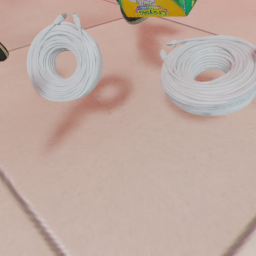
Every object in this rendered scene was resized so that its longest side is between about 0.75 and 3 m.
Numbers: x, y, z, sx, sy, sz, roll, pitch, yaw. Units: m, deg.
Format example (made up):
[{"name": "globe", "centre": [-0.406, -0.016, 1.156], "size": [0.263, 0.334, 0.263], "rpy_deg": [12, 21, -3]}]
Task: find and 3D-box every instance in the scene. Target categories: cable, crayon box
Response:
[{"name": "cable", "centre": [1.865, -1.230, 6.405], "size": [2.238, 0.775, 2.239], "rpy_deg": [-6, 51, 13]}, {"name": "cable", "centre": [-1.323, -1.343, 5.818], "size": [1.595, 1.595, 0.552], "rpy_deg": [-27, 1, 15]}, {"name": "crayon box", "centre": [0.426, -2.840, 5.733], "size": [1.752, 1.040, 0.510], "rpy_deg": [21, 76, 44]}]

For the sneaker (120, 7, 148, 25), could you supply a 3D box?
[{"name": "sneaker", "centre": [-0.085, -4.609, 8.445], "size": [1.121, 1.592, 2.997], "rpy_deg": [-18, 61, 19]}]

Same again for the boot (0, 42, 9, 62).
[{"name": "boot", "centre": [-3.477, -1.603, 6.404], "size": [0.640, 1.651, 1.142], "rpy_deg": [-10, 73, 21]}]
